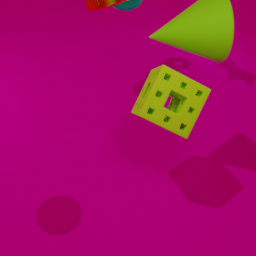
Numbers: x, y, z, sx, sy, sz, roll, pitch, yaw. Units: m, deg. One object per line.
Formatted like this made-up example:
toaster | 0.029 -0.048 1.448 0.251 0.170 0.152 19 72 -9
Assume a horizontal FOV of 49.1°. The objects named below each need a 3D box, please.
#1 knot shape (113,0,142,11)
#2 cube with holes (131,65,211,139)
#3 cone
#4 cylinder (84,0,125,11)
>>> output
knot shape | -0.014 -4.498 8.596 0.867 1.876 1.755 22 95 43
cube with holes | 0.842 -0.547 5.890 1.071 1.071 1.071 25 93 -9
cone | 1.138 -1.961 5.711 1.445 1.440 1.440 -10 51 -4
cylinder | -0.742 -3.985 7.679 1.181 1.181 1.181 -13 31 8
